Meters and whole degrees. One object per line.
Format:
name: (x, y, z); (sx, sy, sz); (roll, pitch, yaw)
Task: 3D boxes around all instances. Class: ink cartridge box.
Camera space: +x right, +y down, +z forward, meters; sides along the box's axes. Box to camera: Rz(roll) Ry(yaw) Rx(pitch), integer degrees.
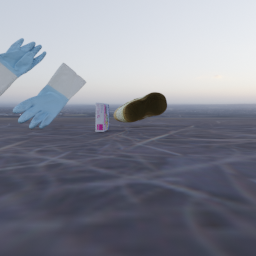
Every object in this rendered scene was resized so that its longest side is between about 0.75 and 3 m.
ink cartridge box: (-0.611, -0.267, 6.876); (0.236, 0.671, 1.125); (1, 3, 1)

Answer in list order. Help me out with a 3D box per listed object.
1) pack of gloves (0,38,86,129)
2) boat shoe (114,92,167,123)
pack of gloves: (-2.967, -1.330, 8.479); (0.579, 2.464, 2.933); (-41, 14, 43)
boat shoe: (0.472, -0.736, 9.916); (0.796, 0.887, 2.397); (-6, 7, 45)
